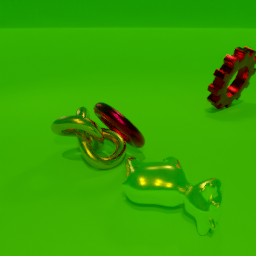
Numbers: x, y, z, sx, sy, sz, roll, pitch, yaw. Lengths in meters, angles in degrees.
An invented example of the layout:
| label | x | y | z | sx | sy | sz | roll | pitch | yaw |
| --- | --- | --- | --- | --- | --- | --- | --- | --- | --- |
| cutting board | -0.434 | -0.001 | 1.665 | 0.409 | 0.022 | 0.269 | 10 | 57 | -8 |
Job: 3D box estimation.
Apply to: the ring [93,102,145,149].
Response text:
| label | x | y | z | sx | sy | sz | roll | pitch | yaw |
| --- | --- | --- | --- | --- | --- | --- | --- | --- | --- |
| ring | -0.185 | -0.047 | 5.856 | 0.267 | 1.335 | 1.335 | -50 | 38 | -9 |

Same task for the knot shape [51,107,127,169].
| label | x | y | z | sx | sy | sz | roll | pitch | yaw |
| --- | --- | --- | --- | --- | --- | --- | --- | --- | --- |
| knot shape | -0.725 | 0.224 | 5.902 | 1.515 | 0.748 | 1.619 | 39 | 5 | 8 |

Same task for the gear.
| label | x | y | z | sx | sy | sz | roll | pitch | yaw |
| --- | --- | --- | --- | --- | --- | --- | --- | --- | --- |
| gear | 3.349 | -1.559 | 8.948 | 2.031 | 2.031 | 0.376 | -18 | 45 | -38 |

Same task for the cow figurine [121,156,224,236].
| label | x | y | z | sx | sy | sz | roll | pitch | yaw |
| --- | --- | --- | --- | --- | --- | --- | --- | --- | --- |
| cow figurine | 0.657 | 0.961 | 4.293 | 1.502 | 0.824 | 1.478 | 2 | 16 | -9 |
